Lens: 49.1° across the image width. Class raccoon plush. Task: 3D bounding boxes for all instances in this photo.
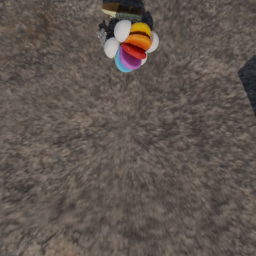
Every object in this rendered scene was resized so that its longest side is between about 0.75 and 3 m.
[{"bbox_3d":[-0.776,-3.081,9.671,0.392,0.543,0.810,-36,40,-6],"label":"raccoon plush"}]

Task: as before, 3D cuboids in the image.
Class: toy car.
[{"bbox_3d":[0.128,-2.452,8.879,1.458,1.666,1.249,13,55,-27],"label":"toy car"}]

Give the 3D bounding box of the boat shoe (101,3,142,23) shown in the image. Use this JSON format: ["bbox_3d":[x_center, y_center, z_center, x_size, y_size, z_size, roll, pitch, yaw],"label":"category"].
[{"bbox_3d":[-0.232,-4.090,10.039,1.504,0.471,0.551,17,61,11],"label":"boat shoe"}]
